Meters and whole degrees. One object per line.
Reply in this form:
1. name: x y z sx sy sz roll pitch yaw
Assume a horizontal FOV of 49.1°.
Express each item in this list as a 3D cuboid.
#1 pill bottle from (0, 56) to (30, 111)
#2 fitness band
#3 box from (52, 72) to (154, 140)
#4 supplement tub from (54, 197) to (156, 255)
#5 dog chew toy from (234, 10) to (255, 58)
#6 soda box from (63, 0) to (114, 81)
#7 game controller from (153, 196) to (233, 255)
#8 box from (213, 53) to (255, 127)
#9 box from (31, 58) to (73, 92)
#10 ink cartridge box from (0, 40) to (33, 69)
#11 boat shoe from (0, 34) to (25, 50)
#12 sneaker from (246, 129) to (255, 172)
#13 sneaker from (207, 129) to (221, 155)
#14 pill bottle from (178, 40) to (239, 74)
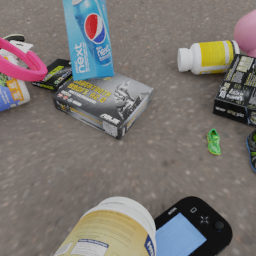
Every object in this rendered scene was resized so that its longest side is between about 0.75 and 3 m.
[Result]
1. pill bottle: -4.400 -1.035 8.142 2.653 1.486 1.486 -24 54 -19
2. fitness band: -3.431 -2.112 8.446 1.730 0.451 2.409 11 28 -51
3. box: -0.736 -0.915 8.620 2.454 0.593 1.943 26 55 20
4. supplement tub: -0.382 2.211 4.527 1.520 1.520 2.105 15 22 12
5. dog chew toy: 4.545 -2.601 9.141 1.555 1.555 2.497 -28 93 -21
6. soda box: -1.130 -2.742 7.965 0.908 2.678 0.859 -2 10 35
7. game controller: 0.772 2.432 5.599 2.606 0.549 1.359 -32 47 -15
8. box: 3.594 -1.131 8.310 1.539 0.809 1.879 20 65 22
9. box: -2.319 -1.791 9.347 1.342 0.330 1.390 19 52 31
10. ink cartridge box: -4.089 -2.317 9.807 0.982 0.574 1.692 15 52 12
11. boat shoe: -4.630 -3.148 10.588 1.557 0.570 0.488 -26 86 -30
12. sneaker: 3.482 0.632 7.330 0.512 0.599 1.445 -1 50 1
13. sneaker: 2.365 0.368 7.717 0.305 0.344 0.824 -1 51 -2
14. pill bottle: 2.681 -2.373 9.519 1.878 1.045 1.045 -4 50 2
